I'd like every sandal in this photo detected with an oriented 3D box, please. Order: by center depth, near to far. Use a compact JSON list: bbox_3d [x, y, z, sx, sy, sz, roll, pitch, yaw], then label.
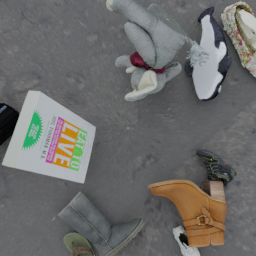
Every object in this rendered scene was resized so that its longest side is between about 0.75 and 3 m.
[{"bbox_3d":[-1.315,3.729,8.272,0.612,0.440,1.541,-38,85,-4],"label":"sandal"}]

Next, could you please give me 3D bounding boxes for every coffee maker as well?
[{"bbox_3d":[-3.804,0.123,8.133,1.442,1.011,1.501,40,54,-5],"label":"coffee maker"}]

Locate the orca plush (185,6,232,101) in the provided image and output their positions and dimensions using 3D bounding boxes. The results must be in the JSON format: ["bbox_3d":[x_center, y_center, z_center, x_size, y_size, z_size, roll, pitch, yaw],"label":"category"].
[{"bbox_3d":[2.648,-2.218,8.896,1.502,1.015,2.855,-23,68,42],"label":"orca plush"}]

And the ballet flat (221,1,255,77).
[{"bbox_3d":[3.914,-2.640,8.721,1.114,0.942,2.947,-33,85,-4],"label":"ballet flat"}]

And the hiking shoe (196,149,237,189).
[{"bbox_3d":[2.589,1.219,8.501,1.394,0.528,0.702,37,82,3],"label":"hiking shoe"}]

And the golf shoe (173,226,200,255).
[{"bbox_3d":[1.741,3.505,8.224,0.479,0.595,1.223,-34,86,-3],"label":"golf shoe"}]

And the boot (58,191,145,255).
[{"bbox_3d":[-0.777,2.675,8.296,1.865,0.744,2.051,-41,79,-2],"label":"boot"}]

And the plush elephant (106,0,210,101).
[{"bbox_3d":[0.583,-1.996,7.917,2.847,2.345,2.204,44,122,14],"label":"plush elephant"}]

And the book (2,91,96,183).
[{"bbox_3d":[-1.806,0.359,7.106,0.622,2.587,1.728,9,77,25],"label":"book"}]

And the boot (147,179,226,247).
[{"bbox_3d":[1.732,2.440,8.080,2.405,0.886,1.861,4,77,-6],"label":"boot"}]
